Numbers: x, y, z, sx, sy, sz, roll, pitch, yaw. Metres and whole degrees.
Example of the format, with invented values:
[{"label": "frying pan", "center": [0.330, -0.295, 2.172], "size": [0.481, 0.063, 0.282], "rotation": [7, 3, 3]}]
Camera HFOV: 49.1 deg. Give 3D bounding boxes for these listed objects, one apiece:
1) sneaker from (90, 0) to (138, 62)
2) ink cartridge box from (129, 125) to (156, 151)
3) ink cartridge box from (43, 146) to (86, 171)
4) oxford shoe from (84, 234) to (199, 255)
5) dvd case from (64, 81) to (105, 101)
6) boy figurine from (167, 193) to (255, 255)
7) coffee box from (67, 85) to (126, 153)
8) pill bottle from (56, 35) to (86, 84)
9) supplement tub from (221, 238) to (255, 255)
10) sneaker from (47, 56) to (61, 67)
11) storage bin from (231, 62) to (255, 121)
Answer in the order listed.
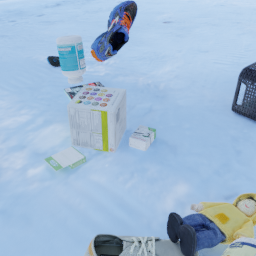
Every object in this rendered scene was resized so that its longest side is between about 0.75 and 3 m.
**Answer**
[{"label": "sneaker", "center": [-0.293, -3.780, 10.954], "size": [1.122, 1.077, 2.860], "rotation": [13, 73, 47]}, {"label": "ink cartridge box", "center": [0.532, 0.345, 10.095], "size": [0.683, 0.394, 0.935], "rotation": [15, 37, 21]}, {"label": "ink cartridge box", "center": [-2.051, 1.061, 9.139], "size": [1.119, 0.268, 0.814], "rotation": [-28, 43, -35]}, {"label": "oxford shoe", "center": [0.309, 2.774, 6.182], "size": [2.581, 0.745, 0.970], "rotation": [2, 31, -1]}, {"label": "dvd case", "center": [-1.972, -1.729, 13.366], "size": [1.870, 0.206, 1.365], "rotation": [-16, 37, -23]}, {"label": "boy figurine", "center": [2.293, 2.233, 6.602], "size": [2.656, 0.856, 1.651], "rotation": [-8, 23, -24]}, {"label": "coffee box", "center": [-1.036, -0.375, 10.008], "size": [1.655, 1.674, 1.671], "rotation": [8, 35, 11]}, {"label": "pill bottle", "center": [-1.977, -2.419, 9.945], "size": [0.891, 1.608, 0.891], "rotation": [-4, 24, 2]}, {"label": "supplement tub", "center": [2.010, 3.140, 4.966], "size": [2.018, 1.463, 1.463], "rotation": [-28, 43, -36]}, {"label": "sneaker", "center": [-3.919, -3.873, 16.319], "size": [1.588, 0.581, 0.650], "rotation": [13, 28, 3]}, {"label": "storage bin", "center": [5.848, -1.691, 11.692], "size": [2.955, 1.998, 1.386], "rotation": [-25, 41, -33]}]
